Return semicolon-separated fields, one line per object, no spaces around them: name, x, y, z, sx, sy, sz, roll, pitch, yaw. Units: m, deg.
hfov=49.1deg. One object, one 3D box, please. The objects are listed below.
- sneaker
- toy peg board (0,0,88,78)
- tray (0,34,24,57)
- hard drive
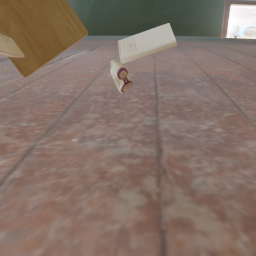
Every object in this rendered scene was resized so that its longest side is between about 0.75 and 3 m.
sneaker;-0.160;-1.145;6.228;0.353;0.942;0.469;-34;62;-11
toy peg board;-2.809;-3.164;8.527;2.341;2.351;1.150;-34;12;3
tray;-3.640;-2.175;6.887;1.949;0.216;1.046;4;37;-50
hard drive;0.418;-1.952;6.447;1.281;0.168;0.845;-16;46;10
